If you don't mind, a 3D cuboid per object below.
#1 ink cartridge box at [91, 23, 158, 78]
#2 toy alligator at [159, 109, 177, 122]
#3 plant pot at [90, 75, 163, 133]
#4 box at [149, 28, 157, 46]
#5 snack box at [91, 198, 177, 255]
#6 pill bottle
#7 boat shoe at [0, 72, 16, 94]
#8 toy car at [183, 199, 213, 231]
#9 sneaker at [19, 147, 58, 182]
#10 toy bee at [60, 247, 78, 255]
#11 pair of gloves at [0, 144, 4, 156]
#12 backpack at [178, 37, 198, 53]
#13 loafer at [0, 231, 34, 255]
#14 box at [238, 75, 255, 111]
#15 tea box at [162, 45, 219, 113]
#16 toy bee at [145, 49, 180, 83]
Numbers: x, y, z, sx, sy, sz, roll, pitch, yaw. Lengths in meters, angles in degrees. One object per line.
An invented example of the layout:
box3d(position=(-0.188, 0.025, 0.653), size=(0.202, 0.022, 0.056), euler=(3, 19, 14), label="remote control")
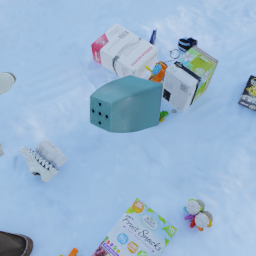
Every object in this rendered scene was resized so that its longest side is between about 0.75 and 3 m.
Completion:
box3d(position=(-0.143, -3.376, 12.742), size=(2.474, 1.043, 1.791), euler=(36, 68, 17), label="ink cartridge box")
box3d(position=(1.371, -0.542, 11.586), size=(1.534, 0.416, 0.455), euler=(-24, 64, -12), label="toy alligator")
box3d(position=(-0.149, -0.674, 8.856), size=(1.458, 1.459, 2.064), euler=(23, 31, 36), label="plant pot")
box3d(position=(1.146, -4.002, 13.004), size=(0.192, 1.185, 0.718), euler=(14, 62, 8), label="box")
box3d(position=(0.203, 3.788, 9.132), size=(1.725, 0.643, 2.426), euler=(36, 67, 17), label="snack box")
box3d(position=(-2.909, 0.974, 10.653), size=(1.101, 0.630, 0.630), euler=(34, 67, 17), label="pill bottle")
box3d(position=(-4.233, -1.393, 9.050), size=(1.889, 0.675, 0.565), euler=(-18, 23, 30), label="boat shoe")
box3d(position=(2.312, 2.983, 9.542), size=(0.823, 0.960, 1.097), euler=(-42, 65, 20), label="toy car")
box3d(position=(-3.501, 1.335, 10.493), size=(1.785, 0.671, 0.724), euler=(33, 75, 17), label="sneaker")
box3d(position=(-1.995, 4.352, 8.974), size=(1.027, 0.558, 0.672), euler=(-23, 52, -39), label="toy bee")
box3d(position=(-5.454, 0.892, 10.960), size=(0.980, 0.172, 0.834), euler=(-26, 65, -12), label="pair of gloves")
box3d(position=(2.801, -3.947, 13.267), size=(0.820, 0.749, 0.552), euler=(32, 57, 28), label="backpack")
box3d(position=(-4.350, 3.769, 8.999), size=(2.531, 0.898, 0.924), euler=(5, 62, 2), label="loafer")
box3d(position=(5.851, -1.308, 11.977), size=(1.853, 0.455, 1.493), euler=(27, 68, 13), label="box")
box3d(position=(2.478, -1.982, 11.520), size=(1.256, 1.880, 1.849), euler=(40, 69, 19), label="tea box")
box3d(position=(1.430, -2.468, 12.327), size=(2.001, 1.310, 1.088), euler=(-36, 24, -1), label="toy bee")
